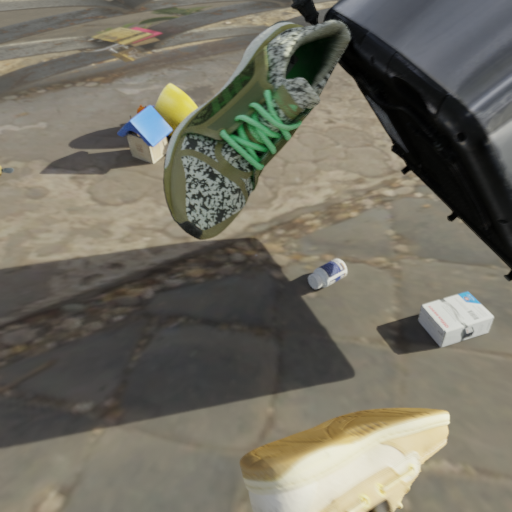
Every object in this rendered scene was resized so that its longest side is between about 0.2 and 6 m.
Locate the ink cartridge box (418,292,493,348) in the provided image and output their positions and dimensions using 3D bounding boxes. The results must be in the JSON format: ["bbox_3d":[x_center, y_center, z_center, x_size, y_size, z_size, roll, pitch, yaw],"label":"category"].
[{"bbox_3d":[2.828,0.899,7.979,0.815,0.341,0.591,-13,40,-16],"label":"ink cartridge box"}]

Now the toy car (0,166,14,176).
[{"bbox_3d":[-5.335,-1.766,11.117,0.925,0.730,0.760,28,54,15],"label":"toy car"}]

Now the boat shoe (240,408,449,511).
[{"bbox_3d":[0.752,1.589,4.135,2.023,0.700,0.746,-2,-10,-38],"label":"boat shoe"}]

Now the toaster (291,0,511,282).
[{"bbox_3d":[2.740,-1.996,6.863,2.255,3.801,3.437,-39,43,10],"label":"toaster"}]

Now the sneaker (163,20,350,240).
[{"bbox_3d":[0.052,-1.578,6.249,1.371,1.190,3.094,-1,57,62],"label":"sneaker"}]

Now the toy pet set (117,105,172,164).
[{"bbox_3d":[-2.145,-2.948,12.073,1.926,1.023,1.798,22,52,24],"label":"toy pet set"}]

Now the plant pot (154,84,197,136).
[{"bbox_3d":[-1.750,-3.158,12.577,0.820,1.155,1.155,23,41,1],"label":"plant pot"}]

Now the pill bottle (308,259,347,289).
[{"bbox_3d":[1.105,0.295,8.751,0.592,0.329,0.329,-26,45,-29],"label":"pill bottle"}]
